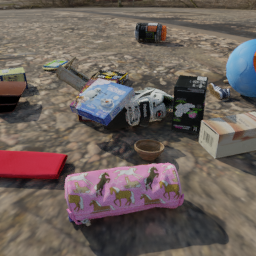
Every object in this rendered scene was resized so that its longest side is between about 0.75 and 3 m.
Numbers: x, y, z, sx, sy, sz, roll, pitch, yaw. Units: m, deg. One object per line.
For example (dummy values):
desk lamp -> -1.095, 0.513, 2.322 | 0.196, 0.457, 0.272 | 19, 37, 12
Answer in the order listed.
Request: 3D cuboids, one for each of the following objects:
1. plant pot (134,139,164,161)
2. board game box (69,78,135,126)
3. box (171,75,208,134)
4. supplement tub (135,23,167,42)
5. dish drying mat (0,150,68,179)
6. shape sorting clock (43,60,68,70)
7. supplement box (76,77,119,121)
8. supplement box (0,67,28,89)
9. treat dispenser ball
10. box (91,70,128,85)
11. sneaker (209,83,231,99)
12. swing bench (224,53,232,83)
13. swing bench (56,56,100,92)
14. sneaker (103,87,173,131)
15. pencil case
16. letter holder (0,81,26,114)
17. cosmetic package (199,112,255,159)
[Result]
plant pot -> 0.559, 0.621, 7.463 | 0.788, 0.364, 0.788 | 2, 23, -1
board game box -> -0.760, -0.825, 8.314 | 1.412, 0.306, 1.405 | 21, 55, 32
box -> 1.941, -0.751, 8.805 | 0.945, 1.520, 1.129 | 9, 30, 15
supplement tub -> 1.667, -6.982, 20.492 | 2.173, 1.331, 1.331 | 9, 30, 14
dish drying mat -> -2.908, 0.909, 7.017 | 2.602, 0.237, 0.999 | 1, 31, 4
shape sorting clock -> -3.810, -3.301, 14.812 | 1.393, 0.273, 1.393 | -4, 31, 2
supplement box -> -1.006, -1.062, 10.044 | 1.139, 0.884, 2.064 | 3, 29, 6
supplement box -> -5.012, -2.140, 12.218 | 1.055, 0.708, 1.054 | -12, 31, -21
treat dispenser ball -> 5.051, -2.340, 11.039 | 2.241, 2.241, 2.241 | 0, 28, 0
box -> -0.840, -2.317, 12.940 | 1.431, 0.353, 1.143 | 10, 32, 17
sneaker -> 3.757, -1.525, 11.424 | 0.583, 0.377, 1.074 | -10, 36, -7
swing bench -> 5.419, -2.760, 12.992 | 1.669, 1.083, 1.660 | 9, 28, 17
swing bench -> -2.037, -2.035, 11.194 | 1.289, 0.841, 1.296 | 35, 36, -1
sneaker -> 0.493, -0.631, 9.003 | 1.295, 1.084, 2.927 | 20, 35, 39
pencil case -> -0.071, 1.289, 5.655 | 2.343, 1.014, 0.970 | -7, -7, -13
letter holder -> -4.315, -1.172, 10.443 | 1.032, 0.730, 1.452 | -3, 29, -10
cosmetic package -> 3.039, 0.165, 7.894 | 1.802, 0.786, 0.932 | -9, 30, -16
